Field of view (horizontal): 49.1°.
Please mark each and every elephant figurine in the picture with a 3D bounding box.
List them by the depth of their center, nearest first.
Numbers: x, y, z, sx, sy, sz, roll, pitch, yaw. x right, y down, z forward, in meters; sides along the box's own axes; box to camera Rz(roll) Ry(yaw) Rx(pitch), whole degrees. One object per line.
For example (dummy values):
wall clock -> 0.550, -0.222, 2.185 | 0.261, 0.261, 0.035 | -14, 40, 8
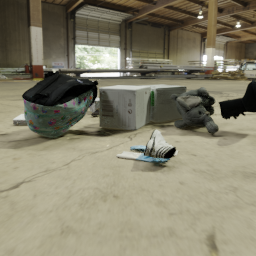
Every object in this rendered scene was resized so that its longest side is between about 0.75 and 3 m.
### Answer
elephant figurine -> 2.263, -0.565, 9.822 | 1.640, 1.495, 2.114 | -28, 10, 34

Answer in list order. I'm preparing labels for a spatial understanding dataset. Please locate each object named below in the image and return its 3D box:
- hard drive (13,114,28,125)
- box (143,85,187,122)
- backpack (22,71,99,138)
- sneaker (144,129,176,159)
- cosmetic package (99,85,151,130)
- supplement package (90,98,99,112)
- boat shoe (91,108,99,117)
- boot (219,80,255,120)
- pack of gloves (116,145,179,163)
hard drive -> -3.401, -0.364, 11.157 | 1.917, 0.256, 1.265 | -2, 12, -5
box -> 1.360, -1.089, 11.800 | 1.610, 1.379, 1.602 | -8, 15, -28
backpack -> -2.268, -0.818, 9.165 | 2.018, 1.531, 2.418 | 11, 31, 17
sneaker -> 0.799, 0.434, 6.541 | 0.661, 0.434, 1.149 | 17, 25, 9
cosmetic package -> -0.068, -0.819, 10.436 | 1.443, 1.452, 1.735 | 5, 13, 21
supplement package -> -1.437, -1.090, 13.572 | 0.662, 0.637, 1.163 | -4, 13, -20
boat shoe -> -1.316, -0.742, 12.612 | 0.377, 0.371, 1.011 | 6, 14, 27
boot -> 3.652, -0.866, 9.228 | 1.276, 0.576, 1.557 | -9, -33, 25
pack of gloves -> 0.519, 0.552, 6.987 | 1.297, 0.256, 1.090 | 6, 15, 23
